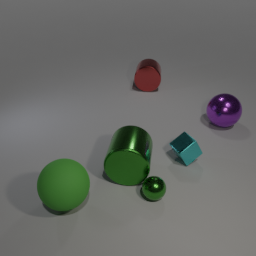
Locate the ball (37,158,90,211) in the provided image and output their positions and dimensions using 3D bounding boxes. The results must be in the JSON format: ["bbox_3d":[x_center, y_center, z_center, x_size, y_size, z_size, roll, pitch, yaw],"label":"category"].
[{"bbox_3d":[-1.738,1.529,7.598,1.400,1.400,1.400,0,31,0],"label":"ball"}]

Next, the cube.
[{"bbox_3d":[1.960,0.692,9.488,0.700,0.700,0.700,-38,37,-2],"label":"cube"}]

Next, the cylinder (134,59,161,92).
[{"bbox_3d":[1.084,-2.861,15.098,1.400,1.400,1.400,3,31,5],"label":"cylinder"}]

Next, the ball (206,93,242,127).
[{"bbox_3d":[3.945,-0.721,11.516,1.400,1.400,1.400,0,31,0],"label":"ball"}]

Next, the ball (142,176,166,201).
[{"bbox_3d":[0.757,1.739,8.110,0.700,0.700,0.700,0,31,0],"label":"ball"}]

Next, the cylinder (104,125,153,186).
[{"bbox_3d":[0.045,0.848,8.879,1.400,1.400,1.400,4,31,7],"label":"cylinder"}]
